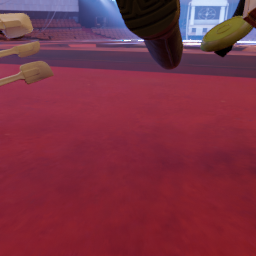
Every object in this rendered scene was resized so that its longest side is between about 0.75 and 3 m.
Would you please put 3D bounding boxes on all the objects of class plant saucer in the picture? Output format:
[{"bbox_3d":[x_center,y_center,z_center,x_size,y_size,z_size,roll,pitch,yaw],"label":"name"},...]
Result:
[{"bbox_3d":[1.646,-1.628,4.749,0.940,0.146,0.940,-27,29,16],"label":"plant saucer"}]

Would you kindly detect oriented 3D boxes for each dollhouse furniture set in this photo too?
[{"bbox_3d":[3.162,-2.095,4.225,2.214,2.090,1.445,24,-22,-22],"label":"dollhouse furniture set"}]

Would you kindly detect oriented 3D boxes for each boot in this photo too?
[{"bbox_3d":[0.290,-1.979,3.856,0.898,2.251,2.475,-9,7,19],"label":"boot"},{"bbox_3d":[2.007,-1.952,5.192,0.347,0.872,1.058,29,68,16],"label":"boot"}]

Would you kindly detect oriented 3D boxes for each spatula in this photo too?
[{"bbox_3d":[-1.636,-0.930,3.503,0.109,0.946,1.361,-5,20,41],"label":"spatula"}]

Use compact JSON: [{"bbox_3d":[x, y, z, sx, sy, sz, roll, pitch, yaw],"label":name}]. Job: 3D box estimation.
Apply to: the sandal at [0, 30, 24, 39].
[{"bbox_3d":[-4.146,-3.271,8.783,1.780,0.707,0.508,1,-7,-25],"label":"sandal"}]
